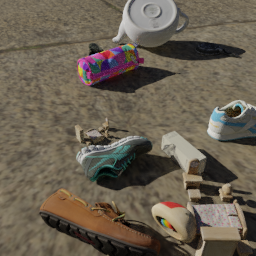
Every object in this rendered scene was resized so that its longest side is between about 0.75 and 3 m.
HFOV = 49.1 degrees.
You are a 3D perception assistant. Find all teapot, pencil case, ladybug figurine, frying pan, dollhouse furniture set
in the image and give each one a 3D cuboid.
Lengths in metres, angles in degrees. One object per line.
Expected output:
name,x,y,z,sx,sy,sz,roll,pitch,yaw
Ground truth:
teapot,1.175,-5.216,14.220,2.988,2.182,2.949,31,74,11
pencil case,-0.716,-2.648,11.517,2.752,1.216,1.216,-27,44,-30
ladybug figurine,0.915,1.783,5.490,0.455,0.859,1.266,-39,8,-20
frying pan,4.271,-3.793,13.764,1.290,0.347,2.132,-20,38,-24
dollhouse furniture set,1.864,1.634,5.893,1.127,0.963,2.175,1,36,1
dollhouse furniture set,-0.976,0.075,8.402,1.049,0.464,0.543,-23,42,-28

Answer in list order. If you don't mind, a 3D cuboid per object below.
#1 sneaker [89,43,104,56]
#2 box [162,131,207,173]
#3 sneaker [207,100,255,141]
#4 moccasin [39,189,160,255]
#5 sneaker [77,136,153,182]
sneaker,-1.734,-3.806,13.620,0.681,0.454,1.189,-17,45,-31
box,1.472,0.675,7.545,0.450,0.540,1.315,-20,40,-24
sneaker,3.617,-0.322,8.511,2.417,0.976,0.925,-12,37,-17
moccasin,-0.539,1.890,5.677,2.581,0.944,0.996,11,46,29
sneaker,-0.252,0.858,7.284,2.031,0.788,0.926,-15,54,-12
